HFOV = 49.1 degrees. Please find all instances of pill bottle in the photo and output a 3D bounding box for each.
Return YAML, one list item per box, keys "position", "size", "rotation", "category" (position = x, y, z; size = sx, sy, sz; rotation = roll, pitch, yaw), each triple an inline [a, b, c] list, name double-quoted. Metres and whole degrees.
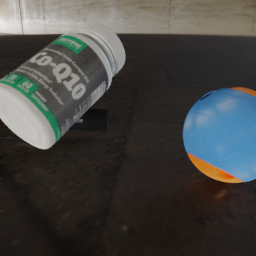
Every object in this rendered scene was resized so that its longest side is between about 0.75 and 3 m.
- position: [-1.356, -1.031, 6.076]
  size: [1.586, 1.586, 2.805]
  rotation: [15, 51, 32]
  category: "pill bottle"

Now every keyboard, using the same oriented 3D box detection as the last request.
- position: [-1.411, -0.446, 7.761]
  size: [1.781, 1.132, 0.183]
  rotation: [2, 14, -6]
  category: "keyboard"

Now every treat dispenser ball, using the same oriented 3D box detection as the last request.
- position: [2.030, 0.133, 5.510]
  size: [1.871, 1.871, 1.871]
  rotation: [0, 23, 0]
  category: "treat dispenser ball"
